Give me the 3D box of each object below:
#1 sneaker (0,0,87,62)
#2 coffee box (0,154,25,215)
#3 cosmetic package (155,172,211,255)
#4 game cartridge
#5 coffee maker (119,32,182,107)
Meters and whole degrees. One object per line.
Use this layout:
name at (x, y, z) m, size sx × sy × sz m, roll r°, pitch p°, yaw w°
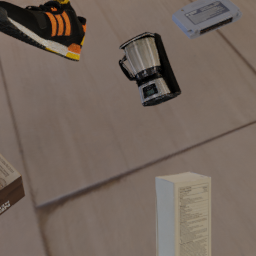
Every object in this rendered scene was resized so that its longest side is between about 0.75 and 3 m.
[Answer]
sneaker at (-1.840, -2.451, 6.288) m, size 1.016 × 2.905 × 1.307 m, roll 22°, pitch 96°, yaw 17°
coffee box at (-3.500, 0.795, 5.702) m, size 2.528 × 1.009 × 1.429 m, roll 41°, pitch 54°, yaw 15°
cosmetic package at (0.831, 1.412, 4.216) m, size 0.715 × 0.505 × 1.381 m, roll -1°, pitch 92°, yaw -28°
game cartridge at (2.314, -3.379, 8.400) m, size 1.799 × 0.374 × 1.198 m, roll -24°, pitch 54°, yaw -8°
coffee maker at (0.686, -1.409, 6.882) m, size 1.518 × 1.065 × 1.581 m, roll -19°, pitch 90°, yaw -38°
